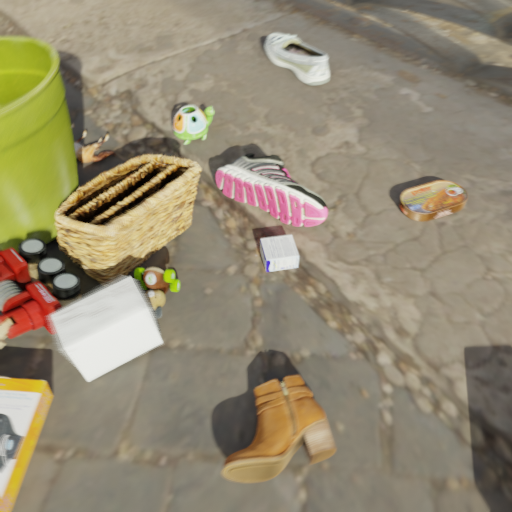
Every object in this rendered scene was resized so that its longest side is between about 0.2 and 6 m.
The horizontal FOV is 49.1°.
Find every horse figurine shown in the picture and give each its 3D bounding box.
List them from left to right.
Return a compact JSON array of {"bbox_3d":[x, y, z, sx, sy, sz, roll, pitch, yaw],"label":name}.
[{"bbox_3d":[-4.141,-2.567,13.319,1.523,0.380,1.009,21,61,12],"label":"horse figurine"}]

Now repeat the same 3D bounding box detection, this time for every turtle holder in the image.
[{"bbox_3d":[-1.519,-3.279,13.791,1.044,0.741,0.793,-7,46,-6],"label":"turtle holder"}]

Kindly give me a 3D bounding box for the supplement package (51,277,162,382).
[{"bbox_3d":[-2.388,1.194,9.086,1.376,1.071,0.763,-27,51,-14],"label":"supplement package"}]

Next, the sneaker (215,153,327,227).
[{"bbox_3d":[0.461,-1.530,11.904,2.674,0.986,1.170,24,56,28],"label":"sneaker"}]

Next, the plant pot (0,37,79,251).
[{"bbox_3d":[-4.828,-1.900,10.643,3.296,3.174,3.296,-5,46,5],"label":"plant pot"}]

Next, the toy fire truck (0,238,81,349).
[{"bbox_3d":[-4.210,0.900,9.562,2.026,1.304,1.783,-27,51,-37],"label":"toy fire truck"}]

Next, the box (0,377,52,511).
[{"bbox_3d":[-4.069,2.926,7.918,1.521,0.530,2.555,4,48,3],"label":"box"}]

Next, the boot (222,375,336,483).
[{"bbox_3d":[0.188,2.470,8.231,1.732,0.664,1.345,-13,48,-14],"label":"boot"}]

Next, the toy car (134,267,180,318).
[{"bbox_3d":[-1.843,0.703,10.031,0.706,0.678,0.860,3,58,12],"label":"toy car"}]

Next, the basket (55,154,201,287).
[{"bbox_3d":[-2.501,-1.021,10.560,1.799,1.878,2.521,39,56,13],"label":"basket"}]

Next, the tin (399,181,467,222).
[{"bbox_3d":[3.805,-1.190,12.078,1.521,0.318,0.852,-16,52,-15],"label":"tin"}]

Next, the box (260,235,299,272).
[{"bbox_3d":[0.448,-0.052,10.919,0.657,0.345,0.605,-7,47,-8],"label":"box"}]

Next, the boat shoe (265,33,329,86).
[{"bbox_3d":[1.186,-5.892,16.234,1.015,0.883,2.753,-21,49,-19],"label":"boat shoe"}]
